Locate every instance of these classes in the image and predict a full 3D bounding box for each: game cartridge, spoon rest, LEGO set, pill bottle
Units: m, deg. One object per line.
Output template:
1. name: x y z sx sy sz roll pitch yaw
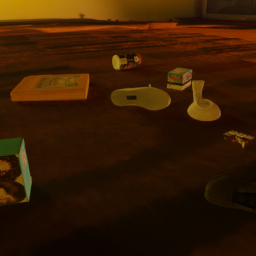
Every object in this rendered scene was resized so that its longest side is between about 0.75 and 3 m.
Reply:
1. game cartridge: -3.235 -1.840 12.223 2.975 0.482 2.622 -1 25 -5
2. spoon rest: 2.715 -0.922 10.308 1.132 0.691 2.278 1 39 5
3. LEGO set: 3.168 0.313 8.161 0.696 0.229 0.932 21 22 38
4. pill bottle: -0.019 -3.822 15.915 1.603 0.851 0.851 -18 31 -31

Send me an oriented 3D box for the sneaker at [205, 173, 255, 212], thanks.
1. sneaker: 2.194 1.241 5.102 1.631 0.619 0.740 8 5 -15

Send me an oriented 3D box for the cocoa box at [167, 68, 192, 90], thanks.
1. cocoa box: 2.368 -2.265 12.797 0.749 0.737 1.123 16 30 29

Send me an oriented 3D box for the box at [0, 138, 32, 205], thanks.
1. box: -3.497 0.991 5.493 2.892 1.190 0.711 -6 27 -11

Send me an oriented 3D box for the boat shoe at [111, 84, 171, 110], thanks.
1. boat shoe: 0.586 -1.178 10.572 2.333 0.862 0.995 3 20 29
